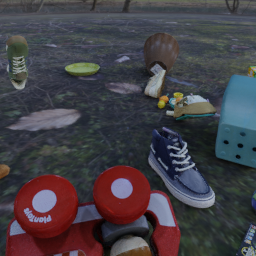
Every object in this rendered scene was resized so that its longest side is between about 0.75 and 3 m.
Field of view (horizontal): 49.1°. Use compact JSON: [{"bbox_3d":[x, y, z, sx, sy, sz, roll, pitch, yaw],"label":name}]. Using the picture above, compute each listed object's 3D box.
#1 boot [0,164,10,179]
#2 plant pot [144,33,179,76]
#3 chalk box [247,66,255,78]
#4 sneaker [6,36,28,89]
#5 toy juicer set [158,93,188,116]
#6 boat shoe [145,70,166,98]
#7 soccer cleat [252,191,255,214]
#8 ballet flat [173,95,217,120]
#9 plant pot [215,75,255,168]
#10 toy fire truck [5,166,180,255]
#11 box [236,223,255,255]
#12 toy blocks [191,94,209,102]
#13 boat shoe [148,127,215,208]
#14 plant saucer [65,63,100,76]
[{"bbox_3d":[-4.492,1.239,6.743,2.183,0.794,2.319,8,28,16],"label":"boot"},{"bbox_3d":[1.727,-3.774,15.353,2.044,2.044,2.187,5,44,9],"label":"plant pot"},{"bbox_3d":[6.438,-2.060,12.590,1.878,1.168,1.162,3,28,10],"label":"chalk box"},{"bbox_3d":[-3.799,-2.164,9.838,0.739,2.205,0.990,-14,75,-30],"label":"sneaker"},{"bbox_3d":[1.830,-0.981,11.230,1.191,0.510,1.873,-2,29,-7],"label":"toy juicer set"},{"bbox_3d":[1.298,-2.127,13.110,0.773,0.858,2.379,7,34,12],"label":"boat shoe"},{"bbox_3d":[3.598,1.682,5.913,1.813,0.758,0.586,10,29,19],"label":"soccer cleat"},{"bbox_3d":[2.098,-0.711,9.364,0.858,0.788,2.499,-4,0,-14],"label":"ballet flat"},{"bbox_3d":[3.614,-0.132,8.368,1.873,1.874,2.651,15,37,26],"label":"plant pot"},{"bbox_3d":[-0.543,2.119,4.564,2.928,1.642,2.459,-6,52,-10],"label":"toy fire truck"},{"bbox_3d":[2.543,2.317,5.276,0.769,0.234,0.955,22,34,30],"label":"box"},{"bbox_3d":[2.735,-0.953,11.012,0.750,0.676,0.803,18,33,30],"label":"toy blocks"},{"bbox_3d":[1.269,0.873,7.059,0.903,1.121,2.418,-14,31,-25],"label":"boat shoe"},{"bbox_3d":[-2.573,-3.308,15.897,1.938,0.301,1.938,1,28,0],"label":"plant saucer"}]
